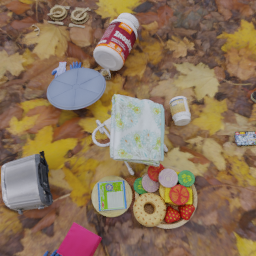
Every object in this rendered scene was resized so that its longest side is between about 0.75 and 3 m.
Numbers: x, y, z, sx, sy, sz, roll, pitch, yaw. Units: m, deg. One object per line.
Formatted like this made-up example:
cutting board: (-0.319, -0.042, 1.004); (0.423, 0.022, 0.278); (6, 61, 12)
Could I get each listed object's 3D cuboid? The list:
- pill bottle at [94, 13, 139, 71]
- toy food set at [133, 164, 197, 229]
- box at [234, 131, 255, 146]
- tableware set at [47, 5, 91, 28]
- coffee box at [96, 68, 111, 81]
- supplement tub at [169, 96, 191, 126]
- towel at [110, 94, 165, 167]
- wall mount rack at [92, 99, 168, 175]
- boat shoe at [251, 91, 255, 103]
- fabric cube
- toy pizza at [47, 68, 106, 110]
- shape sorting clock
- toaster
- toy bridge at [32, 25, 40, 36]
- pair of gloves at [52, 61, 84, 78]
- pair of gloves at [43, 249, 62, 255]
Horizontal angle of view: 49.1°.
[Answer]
pill bottle: (-0.451, -4.022, 12.907); (1.436, 1.436, 2.543); (20, 66, 9)
toy food set: (1.375, 2.453, 10.316); (2.377, 0.578, 2.353); (4, 65, 2)
box: (4.852, 0.436, 11.497); (0.878, 0.175, 0.601); (-1, 65, 0)
tableware set: (-3.051, -5.872, 14.358); (2.052, 0.411, 1.356); (10, 65, 5)
coffee box: (-1.220, -2.395, 12.757); (0.808, 0.323, 0.457); (-13, 66, -6)
supplement tub: (2.188, -0.706, 11.712); (0.766, 0.766, 1.059); (-6, 65, -3)
towel: (0.374, 0.099, 10.067); (2.069, 0.582, 2.417); (11, 71, -30)
wall mount rack: (0.151, 0.264, 11.158); (2.913, 1.086, 2.531); (-33, 66, -14)
boat shoe: (6.115, -1.200, 12.054); (1.555, 0.570, 0.579); (20, 66, 9)
fabric cube: (-1.580, 3.912, 9.378); (1.025, 1.045, 1.042); (25, 69, 11)
toy pizza: (-2.196, -1.654, 12.055); (2.547, 0.404, 2.547); (-4, 51, 5)
shape sorting clock: (-0.598, 2.529, 10.433); (1.509, 0.296, 1.509); (1, 67, -3)
toaster: (-3.673, 1.933, 10.190); (1.451, 1.276, 2.246); (-14, 66, -4)
toy bridge: (-4.586, -4.920, 14.080); (0.258, 0.104, 0.766); (-25, 67, -12)
pair of gloves: (-2.789, -2.619, 12.960); (1.419, 0.162, 1.141); (5, 64, 1)
pair of gloves: (-2.492, 4.860, 9.417); (1.136, 0.161, 1.412); (-38, 71, -18)
